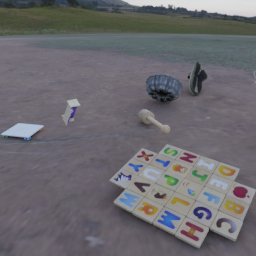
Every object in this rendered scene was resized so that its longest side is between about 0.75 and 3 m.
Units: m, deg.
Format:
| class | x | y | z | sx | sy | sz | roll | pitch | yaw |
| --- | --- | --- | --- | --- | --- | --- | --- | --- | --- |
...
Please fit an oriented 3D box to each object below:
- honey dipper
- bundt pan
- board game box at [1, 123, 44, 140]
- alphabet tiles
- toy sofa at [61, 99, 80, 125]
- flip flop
| class | x | y | z | sx | sy | sz | roll | pitch | yaw |
| --- | --- | --- | --- | --- | --- | --- | --- | --- | --- |
| honey dipper | 0.776 | -0.180 | 8.133 | 0.419 | 0.419 | 2.204 | -5 | 14 | -12 |
| bundt pan | 1.336 | -1.448 | 10.734 | 1.438 | 0.540 | 1.438 | 13 | -21 | 5 |
| board game box | -3.103 | 0.099 | 8.309 | 0.886 | 0.115 | 0.886 | 5 | 24 | 12 |
| alphabet tiles | 0.984 | 1.095 | 5.316 | 2.470 | 0.078 | 2.056 | 19 | 39 | 30 |
| toy sofa | -1.619 | -0.441 | 8.008 | 0.322 | 0.777 | 0.379 | -16 | 64 | -35 |
| flip flop | 3.010 | -2.202 | 12.642 | 0.654 | 0.922 | 2.273 | -24 | 28 | 42 |
